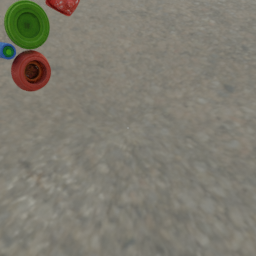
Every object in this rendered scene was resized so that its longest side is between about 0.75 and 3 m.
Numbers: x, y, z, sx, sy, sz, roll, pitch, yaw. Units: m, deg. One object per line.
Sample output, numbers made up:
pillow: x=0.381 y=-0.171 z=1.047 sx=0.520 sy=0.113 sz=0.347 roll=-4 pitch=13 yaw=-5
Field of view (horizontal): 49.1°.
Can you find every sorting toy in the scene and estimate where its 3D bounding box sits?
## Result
sorting toy: x=-2.334 y=-1.733 z=6.071 sx=1.136 sy=1.890 sz=0.776 roll=-19 pitch=29 yaw=-40

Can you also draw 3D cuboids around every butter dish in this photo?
butter dish: x=-2.063 y=-4.340 z=9.506 sx=1.081 sy=1.084 sz=0.801 roll=14 pitch=31 yaw=-45
